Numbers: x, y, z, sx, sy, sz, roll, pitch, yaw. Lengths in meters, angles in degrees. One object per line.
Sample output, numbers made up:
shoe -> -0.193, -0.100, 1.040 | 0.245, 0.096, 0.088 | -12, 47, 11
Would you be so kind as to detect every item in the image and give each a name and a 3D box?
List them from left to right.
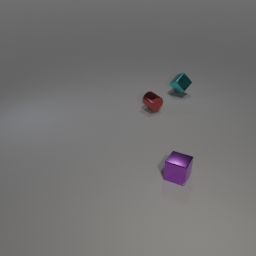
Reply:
cylinder -> 1.132, -1.227, 12.825 | 0.700, 0.700, 0.700 | -20, 41, -30
cube -> 1.588, 1.256, 8.826 | 0.700, 0.700, 0.700 | 15, 32, 24
cube -> 2.670, -2.280, 14.244 | 0.700, 0.700, 0.700 | -49, 17, -14
